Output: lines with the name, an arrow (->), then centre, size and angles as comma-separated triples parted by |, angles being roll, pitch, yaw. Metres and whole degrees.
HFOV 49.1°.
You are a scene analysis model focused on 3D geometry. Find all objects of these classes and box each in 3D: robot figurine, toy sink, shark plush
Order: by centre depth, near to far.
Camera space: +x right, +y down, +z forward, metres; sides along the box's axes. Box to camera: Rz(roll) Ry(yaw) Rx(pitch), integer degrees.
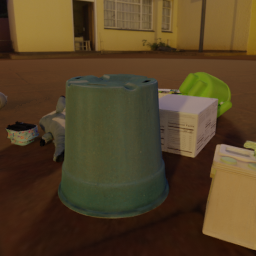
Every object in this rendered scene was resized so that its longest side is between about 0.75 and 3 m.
toy sink -> 1.785, 0.825, 4.486 | 0.924, 1.650, 1.075 | 13, 16, 17
shark plush -> -2.135, 0.297, 8.647 | 1.228, 1.339, 2.948 | -22, 42, -5
robot figurine -> 3.319, -1.445, 11.784 | 2.565, 1.484, 2.251 | 11, 29, -42

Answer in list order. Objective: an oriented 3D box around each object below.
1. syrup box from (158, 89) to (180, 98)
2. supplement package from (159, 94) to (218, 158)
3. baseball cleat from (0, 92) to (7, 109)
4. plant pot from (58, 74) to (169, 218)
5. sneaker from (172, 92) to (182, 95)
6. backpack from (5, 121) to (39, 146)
syrup box -> 2.056, -1.562, 14.021 | 1.700, 0.692, 0.669 | 4, 19, 15
supplement package -> 1.613, -0.204, 8.742 | 1.778, 1.266, 2.283 | 10, 20, 28
baseball cleat -> -6.648, -0.959, 12.018 | 2.789, 0.973, 1.485 | -5, 21, 17
plant pot -> -0.305, 0.161, 5.806 | 2.413, 2.364, 2.413 | 0, 18, 0
sneaker -> 2.654, -1.395, 13.108 | 2.439, 0.936, 1.022 | -5, 22, -21
backpack -> -3.199, 0.162, 8.600 | 0.868, 0.654, 0.771 | 1, 19, 28
